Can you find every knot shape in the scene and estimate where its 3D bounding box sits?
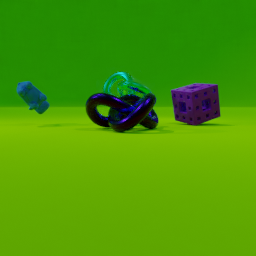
[{"bbox_3d":[0.039,-0.915,7.959,0.725,1.569,1.468,-29,7,-36],"label":"knot shape"},{"bbox_3d":[0.056,-0.407,6.806,1.868,0.863,1.748,5,7,40],"label":"knot shape"}]

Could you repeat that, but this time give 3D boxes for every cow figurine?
[{"bbox_3d":[-2.746,-0.878,8.077,1.147,0.630,1.129,49,-14,-29],"label":"cow figurine"}]

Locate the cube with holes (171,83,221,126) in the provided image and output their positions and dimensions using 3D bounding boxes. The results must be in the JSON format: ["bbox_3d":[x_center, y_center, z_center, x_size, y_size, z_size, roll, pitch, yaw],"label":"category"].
[{"bbox_3d":[2.044,-0.748,8.480,0.983,0.983,0.983,-18,18,-23],"label":"cube with holes"}]
